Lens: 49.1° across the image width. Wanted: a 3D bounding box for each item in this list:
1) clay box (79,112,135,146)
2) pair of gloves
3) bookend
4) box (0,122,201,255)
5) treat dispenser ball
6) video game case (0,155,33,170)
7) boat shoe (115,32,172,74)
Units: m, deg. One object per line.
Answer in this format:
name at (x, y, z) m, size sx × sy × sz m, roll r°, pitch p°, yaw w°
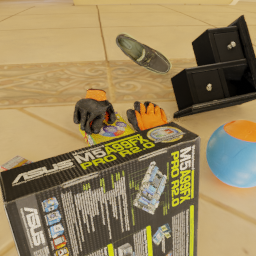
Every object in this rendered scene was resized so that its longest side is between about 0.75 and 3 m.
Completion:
clay box at (-0.430, 0.287, 7.509) m, size 1.210 × 0.501 × 2.106 m, roll -10°, pitch 32°, yaw -24°
pair of gloves at (-0.149, -0.365, 7.681) m, size 2.603 × 0.322 × 2.319 m, roll 11°, pitch 33°, yaw -7°
bookend at (2.600, -1.939, 8.953) m, size 2.725 × 2.742 × 1.263 m, roll -11°, pitch -4°, yaw -18°
box at (-0.132, 1.481, 3.494) m, size 2.162 × 2.699 × 0.597 m, roll -17°, pitch 26°, yaw -24°
treat dispenser ball at (2.494, 0.567, 6.194) m, size 1.488 × 1.488 × 1.488 m, roll 0°, pitch 31°, yaw 0°
video game case at (-2.687, 0.945, 6.955) m, size 0.779 × 0.068 × 0.557 m, roll 16°, pitch 33°, yaw 25°
boat shoe at (0.620, -3.111, 12.055) m, size 2.764 × 0.988 × 0.908 m, roll 32°, pitch 26°, yaw -7°
